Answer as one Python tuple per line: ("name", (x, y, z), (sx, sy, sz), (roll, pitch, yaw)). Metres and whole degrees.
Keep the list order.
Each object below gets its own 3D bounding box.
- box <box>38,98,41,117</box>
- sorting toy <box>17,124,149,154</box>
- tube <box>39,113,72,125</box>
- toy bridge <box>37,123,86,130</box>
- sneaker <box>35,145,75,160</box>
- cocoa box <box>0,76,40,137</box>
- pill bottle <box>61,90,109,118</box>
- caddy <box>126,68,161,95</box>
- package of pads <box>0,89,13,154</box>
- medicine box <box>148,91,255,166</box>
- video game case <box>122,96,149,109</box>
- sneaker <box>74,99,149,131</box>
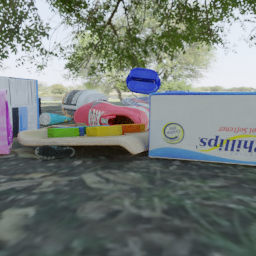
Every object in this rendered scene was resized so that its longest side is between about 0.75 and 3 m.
("box", (-5.981, -1.064, 14.836), (1.944, 1.160, 1.976), (2, 7, 18))
("sorting toy", (-0.720, 0.140, 6.853), (2.850, 0.520, 2.638), (3, 3, 22))
("tube", (-3.264, -0.420, 12.614), (0.787, 0.512, 2.034), (10, 4, 11))
("toy bridge", (-2.209, 0.062, 9.121), (0.724, 0.293, 2.154), (2, 7, 25))
("sneaker", (-1.496, 0.509, 5.706), (0.773, 0.292, 0.306), (6, -7, -25))
("cocoa box", (-4.511, -0.712, 9.032), (2.746, 1.831, 1.802), (3, 7, 21))
("pill bottle", (-2.136, -1.152, 14.020), (1.537, 1.537, 2.641), (-5, 10, -37))
("caddy", (0.691, -2.119, 12.746), (1.591, 1.125, 0.835), (8, 1, 4))
("package of pads", (-3.698, -0.113, 5.876), (2.330, 1.404, 0.881), (-3, 8, -16))
("medicine box", (1.967, -0.138, 6.290), (2.401, 1.357, 2.636), (2, 7, 21))
("video game case", (1.326, -0.766, 11.986), (2.452, 0.282, 2.235), (-10, 37, -43))
("sneaker", (-0.713, -0.388, 9.511), (2.991, 1.102, 1.297), (3, 9, 23))
